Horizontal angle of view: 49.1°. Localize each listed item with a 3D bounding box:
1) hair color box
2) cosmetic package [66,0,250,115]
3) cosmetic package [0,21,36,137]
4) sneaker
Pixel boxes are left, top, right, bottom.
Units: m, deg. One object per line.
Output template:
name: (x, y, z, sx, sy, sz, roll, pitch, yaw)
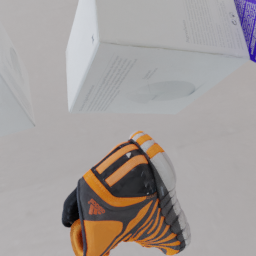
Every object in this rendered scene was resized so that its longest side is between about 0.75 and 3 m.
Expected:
hair color box: (2.532, -1.532, 4.082, 1.630, 0.967, 2.983, -16, 41, -14)
cosmetic package: (0.227, -1.176, 4.466, 2.137, 2.130, 1.314, -2, 72, -22)
cosmetic package: (-2.668, -0.964, 5.484, 1.029, 1.669, 1.674, -18, 57, -6)
sneaker: (-0.033, 1.062, 3.178, 1.216, 2.171, 0.842, -34, 42, -14)
